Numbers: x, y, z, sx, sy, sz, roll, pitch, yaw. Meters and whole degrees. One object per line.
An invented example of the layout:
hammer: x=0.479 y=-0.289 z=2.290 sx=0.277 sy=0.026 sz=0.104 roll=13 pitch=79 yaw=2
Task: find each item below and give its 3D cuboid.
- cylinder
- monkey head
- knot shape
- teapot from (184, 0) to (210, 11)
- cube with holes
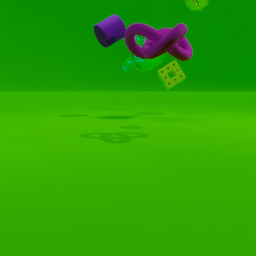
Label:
cylinder: x=-0.666 y=-3.584 z=10.387 sx=0.893 sy=0.893 sz=0.893 roll=-36 pitch=21 yaw=-17
monkey head: x=0.592 y=-2.774 z=9.964 sx=1.968 sy=1.416 sz=1.186 roll=-24 pitch=-2 yaw=4
knot shape: x=0.780 y=-1.799 z=5.931 sx=1.415 sy=0.699 sz=1.512 roll=-7 pitch=17 yaw=-35
teapot: x=1.764 y=-3.216 z=7.043 sx=0.661 sy=0.521 sz=1.064 roll=-12 pitch=32 yaw=22
cube with holes: x=1.825 y=-2.218 z=11.889 sx=0.846 sy=0.846 sz=0.846 roll=-31 pitch=-1 yaw=5
